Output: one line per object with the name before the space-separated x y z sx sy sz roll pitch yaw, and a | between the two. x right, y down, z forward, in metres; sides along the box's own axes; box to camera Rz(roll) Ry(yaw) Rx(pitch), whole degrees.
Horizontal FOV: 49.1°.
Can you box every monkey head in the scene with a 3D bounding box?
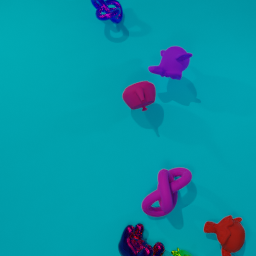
monkey head | 1.218 -1.976 8.326 1.148 1.595 0.961 5 106 -23
monkey head | 2.508 2.738 7.240 0.783 0.935 1.300 49 53 -25

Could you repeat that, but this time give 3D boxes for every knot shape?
knot shape | -0.636 -4.090 9.703 1.231 0.608 1.316 -7 53 -45
knot shape | 1.101 1.616 7.538 0.763 1.651 1.545 32 53 18

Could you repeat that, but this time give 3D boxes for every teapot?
teapot | 0.371 -0.893 8.230 1.020 1.641 0.803 -19 85 1

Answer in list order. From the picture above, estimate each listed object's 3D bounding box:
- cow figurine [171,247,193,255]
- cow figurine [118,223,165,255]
cow figurine | 1.302 3.809 7.078 0.713 1.277 1.298 27 110 -14
cow figurine | 0.263 3.505 7.073 1.666 0.915 1.640 34 105 41
